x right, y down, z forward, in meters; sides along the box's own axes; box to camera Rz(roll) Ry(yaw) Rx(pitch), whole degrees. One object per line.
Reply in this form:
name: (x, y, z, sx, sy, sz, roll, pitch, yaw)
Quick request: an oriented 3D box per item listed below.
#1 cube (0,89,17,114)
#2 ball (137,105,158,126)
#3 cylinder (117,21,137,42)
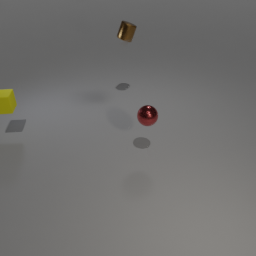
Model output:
cube: (-4.646, -0.978, 10.438, 0.700, 0.700, 0.700, -4, 33, -4)
ball: (0.645, -0.405, 9.219, 0.700, 0.700, 0.700, 0, 32, 0)
cylinder: (-0.056, -4.204, 12.197, 0.700, 0.700, 0.700, 17, 28, -10)
